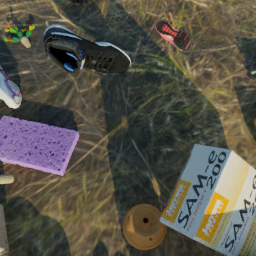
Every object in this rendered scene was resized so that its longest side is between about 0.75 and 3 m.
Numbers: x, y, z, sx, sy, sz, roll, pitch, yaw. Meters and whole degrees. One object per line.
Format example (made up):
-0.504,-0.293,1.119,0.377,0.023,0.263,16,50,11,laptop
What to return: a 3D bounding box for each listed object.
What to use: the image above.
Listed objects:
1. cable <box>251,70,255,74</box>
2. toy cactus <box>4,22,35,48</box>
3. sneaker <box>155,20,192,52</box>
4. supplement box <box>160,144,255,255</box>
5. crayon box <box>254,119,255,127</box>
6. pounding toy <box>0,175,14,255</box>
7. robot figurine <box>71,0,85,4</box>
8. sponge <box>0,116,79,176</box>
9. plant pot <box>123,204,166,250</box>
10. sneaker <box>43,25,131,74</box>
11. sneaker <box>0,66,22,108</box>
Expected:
5.425,-1.971,9.273,2.741,0.690,1.331,-11,49,-14,cable
-3.798,-3.330,10.039,1.198,0.613,0.989,-31,74,-26,toy cactus
1.254,-2.493,7.601,1.152,0.500,0.424,38,100,-3,sneaker
2.171,1.718,5.723,2.710,0.996,1.708,33,77,-28,supplement box
4.287,0.119,8.076,0.936,0.384,1.489,-3,61,-2,crayon box
-3.454,1.937,5.516,2.606,2.967,1.357,-17,61,-10,pounding toy
-2.006,-5.591,11.080,0.892,1.074,1.429,-29,53,35,robot figurine
-2.694,0.465,7.901,2.341,0.349,1.306,12,60,7,sponge
0.401,2.259,6.627,1.069,0.748,1.069,0,59,0,plant pot
-1.027,-1.754,7.405,2.503,0.914,1.400,16,34,-21,sneaker
-4.113,-1.233,8.789,1.036,0.779,2.081,-44,69,2,sneaker
